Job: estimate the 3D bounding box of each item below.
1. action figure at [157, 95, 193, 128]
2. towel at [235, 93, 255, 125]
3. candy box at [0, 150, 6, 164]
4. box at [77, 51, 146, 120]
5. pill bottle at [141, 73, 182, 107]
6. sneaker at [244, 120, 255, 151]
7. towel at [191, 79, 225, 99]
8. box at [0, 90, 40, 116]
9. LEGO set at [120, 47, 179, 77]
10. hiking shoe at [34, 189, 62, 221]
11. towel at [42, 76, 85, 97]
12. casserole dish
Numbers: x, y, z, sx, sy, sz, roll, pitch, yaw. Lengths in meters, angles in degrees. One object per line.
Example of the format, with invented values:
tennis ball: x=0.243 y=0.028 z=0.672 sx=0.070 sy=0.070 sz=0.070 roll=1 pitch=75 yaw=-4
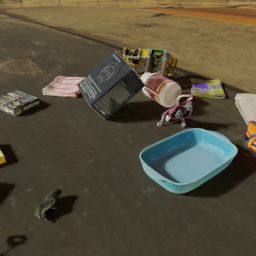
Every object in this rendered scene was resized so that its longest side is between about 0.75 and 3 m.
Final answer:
action figure: x=1.597 y=-0.569 z=9.841 sx=0.962 sy=1.070 sz=1.436 roll=3 pitch=-3 yaw=-12
towel: x=5.173 y=-0.714 z=10.693 sx=1.693 sy=0.441 sz=2.555 roll=1 pitch=31 yaw=4
candy box: x=-4.842 y=0.992 z=7.904 sx=2.344 sy=0.310 sz=1.198 roll=-20 pitch=36 yaw=-31
box: x=-0.653 y=-1.592 z=10.410 sx=2.001 sy=1.072 sz=1.485 roll=-40 pitch=48 yaw=6
pill bottle: x=1.283 y=-1.671 z=11.715 sx=1.055 sy=1.055 sz=1.868 roll=-16 pitch=34 yaw=-25
sneaker: x=4.563 y=0.075 z=8.910 sx=2.291 sy=0.889 sz=1.284 roll=-22 pitch=38 yaw=-33
towel: x=3.638 y=-1.850 z=12.841 sx=1.439 sy=0.228 sz=2.003 roll=5 pitch=31 yaw=9
box: x=-4.523 y=-1.051 z=11.332 sx=1.526 sy=0.375 sz=1.230 roll=20 pitch=34 yaw=30
LEGO set: x=0.904 y=-2.770 z=13.591 sx=2.978 sy=1.725 sz=2.290 roll=12 pitch=3 yaw=12
hiking shoe: x=-1.777 y=1.809 z=6.578 sx=0.432 sy=0.325 sz=0.857 roll=22 pitch=45 yaw=18
towel: x=-2.839 y=-2.010 z=13.024 sx=1.585 sy=0.324 sz=2.166 roll=5 pitch=31 yaw=7
casserole dish: x=1.690 y=0.885 z=7.839 sx=2.984 sy=0.579 sz=1.807 roll=-21 pitch=36 yaw=-33
